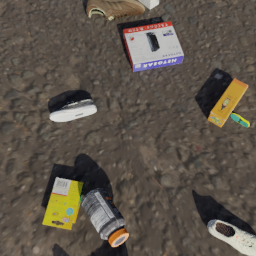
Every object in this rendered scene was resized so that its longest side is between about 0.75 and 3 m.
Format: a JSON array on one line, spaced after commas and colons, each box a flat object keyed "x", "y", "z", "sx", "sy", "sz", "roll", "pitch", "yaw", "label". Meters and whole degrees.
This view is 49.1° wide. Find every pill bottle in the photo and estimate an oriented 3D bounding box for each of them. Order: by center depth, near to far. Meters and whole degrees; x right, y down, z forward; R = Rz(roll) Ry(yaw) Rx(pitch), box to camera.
[{"x": -0.709, "y": 2.904, "z": 9.055, "sx": 0.948, "sy": 0.948, "sz": 1.784, "roll": -32, "pitch": 54, "yaw": -14, "label": "pill bottle"}]

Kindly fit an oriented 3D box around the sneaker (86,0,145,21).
[{"x": -0.633, "y": -5.700, "z": 13.726, "sx": 2.845, "sy": 1.002, "sz": 1.075, "roll": 11, "pitch": 88, "yaw": 5, "label": "sneaker"}]

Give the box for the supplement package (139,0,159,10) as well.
[{"x": 0.979, "y": -6.692, "z": 14.209, "sx": 0.617, "sy": 0.641, "sz": 1.127, "roll": -38, "pitch": 70, "yaw": -15, "label": "supplement package"}]

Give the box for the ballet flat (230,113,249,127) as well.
[{"x": 4.562, "y": -0.344, "z": 11.383, "sx": 0.849, "sy": 0.284, "sz": 0.285, "roll": 38, "pitch": 48, "yaw": 14, "label": "ballet flat"}]

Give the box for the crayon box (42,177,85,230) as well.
[{"x": -2.233, "y": 2.647, "z": 9.817, "sx": 1.046, "sy": 0.419, "sz": 1.648, "roll": 10, "pitch": 64, "yaw": 5, "label": "crayon box"}]

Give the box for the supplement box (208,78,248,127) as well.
[{"x": 4.080, "y": -1.040, "z": 11.466, "sx": 0.685, "sy": 0.709, "sz": 2.060, "roll": 34, "pitch": 67, "yaw": 16, "label": "supplement box"}]

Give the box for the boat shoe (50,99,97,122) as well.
[{"x": -2.246, "y": -0.771, "z": 11.343, "sx": 1.882, "sy": 0.675, "sz": 0.638, "roll": -15, "pitch": 65, "yaw": -10, "label": "boat shoe"}]

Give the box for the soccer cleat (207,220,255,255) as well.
[{"x": 3.593, "y": 3.600, "z": 9.163, "sx": 1.999, "sy": 0.775, "sz": 0.693, "roll": 22, "pitch": 66, "yaw": 10, "label": "soccer cleat"}]

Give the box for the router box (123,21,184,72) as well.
[{"x": 1.128, "y": -3.753, "z": 12.825, "sx": 2.328, "sy": 0.569, "sz": 2.089, "roll": -12, "pitch": 65, "yaw": -6, "label": "router box"}]
